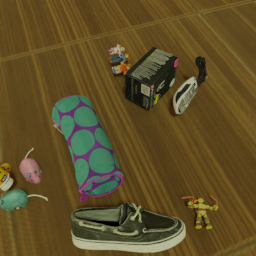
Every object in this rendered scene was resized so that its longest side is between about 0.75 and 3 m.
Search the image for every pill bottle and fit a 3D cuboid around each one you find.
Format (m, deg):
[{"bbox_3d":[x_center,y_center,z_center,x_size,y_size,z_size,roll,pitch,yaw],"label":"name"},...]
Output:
[{"bbox_3d":[-3.310,1.191,6.955,0.475,0.869,0.475,-28,35,22],"label":"pill bottle"}]

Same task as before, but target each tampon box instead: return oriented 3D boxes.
[{"bbox_3d":[0.742,-1.564,8.877,0.974,1.156,1.542,31,60,21],"label":"tampon box"}]

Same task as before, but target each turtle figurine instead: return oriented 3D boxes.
[{"bbox_3d":[1.775,2.063,6.929,0.983,0.317,0.793,11,58,-14],"label":"turtle figurine"}]

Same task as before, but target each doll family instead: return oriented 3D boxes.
[{"bbox_3d":[-0.254,-2.302,9.680,0.695,0.505,1.120,-15,81,-9],"label":"doll family"}]

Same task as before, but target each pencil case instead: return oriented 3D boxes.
[{"bbox_3d":[-1.146,0.464,7.512,1.256,1.157,2.718,-30,60,4],"label":"pencil case"}]

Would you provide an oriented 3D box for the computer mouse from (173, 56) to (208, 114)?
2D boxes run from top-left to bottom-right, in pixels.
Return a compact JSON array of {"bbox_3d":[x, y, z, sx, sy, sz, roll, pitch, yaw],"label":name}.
[{"bbox_3d":[1.837,-1.244,8.579,0.398,0.994,1.813,29,75,32],"label":"computer mouse"}]

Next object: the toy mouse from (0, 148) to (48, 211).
[{"bbox_3d":[-2.857,1.422,7.332,1.787,0.389,2.011,26,60,17],"label":"toy mouse"}]

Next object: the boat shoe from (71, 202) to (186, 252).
[{"bbox_3d":[0.020,2.148,6.211,2.576,0.820,0.911,-2,21,-3],"label":"boat shoe"}]
